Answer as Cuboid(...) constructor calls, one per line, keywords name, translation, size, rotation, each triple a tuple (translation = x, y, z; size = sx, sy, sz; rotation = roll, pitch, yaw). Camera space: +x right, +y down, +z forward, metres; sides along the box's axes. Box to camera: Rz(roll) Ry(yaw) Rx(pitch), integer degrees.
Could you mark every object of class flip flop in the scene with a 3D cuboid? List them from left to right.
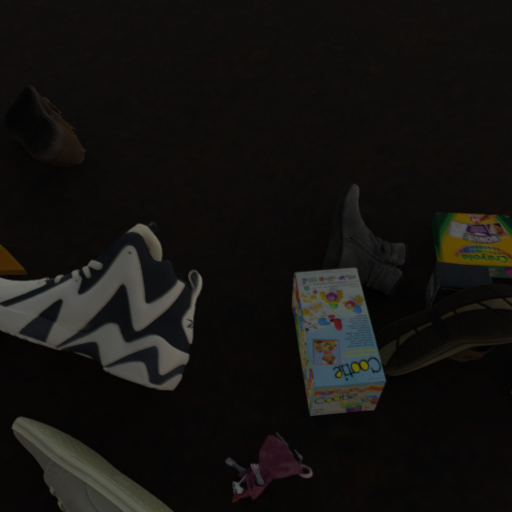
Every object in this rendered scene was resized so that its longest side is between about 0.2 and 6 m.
Cuboid(name="flip flop", translation=(2.854, 1.151, 7.982), size=(2.443, 0.703, 0.991), rotation=(-24, 42, 12))

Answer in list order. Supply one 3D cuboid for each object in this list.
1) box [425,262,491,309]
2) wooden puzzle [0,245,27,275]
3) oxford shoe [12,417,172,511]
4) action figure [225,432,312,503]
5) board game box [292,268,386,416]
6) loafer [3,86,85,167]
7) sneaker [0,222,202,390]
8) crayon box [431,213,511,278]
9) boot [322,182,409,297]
Cuboid(name="box", translation=(3.066, 0.537, 8.559), size=(0.785, 0.772, 0.487), rotation=(6, 52, 4))
Cuboid(name="wooden puzzle", translation=(-4.581, 0.928, 8.551), size=(1.782, 0.309, 2.641), rotation=(28, 59, 23))
Cuboid(name="oxford shoe", translation=(-2.080, 2.807, 6.736), size=(2.607, 0.980, 0.753), rotation=(29, 79, 20))
Cuboid(name="action figure", translation=(0.083, 2.767, 7.094), size=(0.990, 0.663, 0.737), rotation=(-43, 106, -15))
Cuboid(name="board game box", translation=(1.099, 1.192, 7.933), size=(0.950, 0.933, 1.812), rotation=(-4, 52, -3))
Cuboid(name="loafer", translation=(-4.141, -2.416, 10.963), size=(0.981, 0.954, 2.687), rotation=(-48, 50, 9))
Cuboid(name="sneaker", translation=(-2.265, 0.363, 7.907), size=(3.265, 1.303, 2.124), rotation=(18, 77, 13))
Cuboid(name="crayon box", translation=(3.681, -0.186, 9.383), size=(1.278, 0.373, 1.103), rotation=(2, 52, 2))
Cuboid(name="boot", translation=(1.882, -0.272, 9.358), size=(1.309, 0.694, 1.989), rotation=(12, 63, 5))
